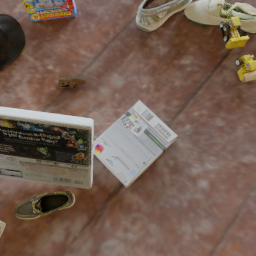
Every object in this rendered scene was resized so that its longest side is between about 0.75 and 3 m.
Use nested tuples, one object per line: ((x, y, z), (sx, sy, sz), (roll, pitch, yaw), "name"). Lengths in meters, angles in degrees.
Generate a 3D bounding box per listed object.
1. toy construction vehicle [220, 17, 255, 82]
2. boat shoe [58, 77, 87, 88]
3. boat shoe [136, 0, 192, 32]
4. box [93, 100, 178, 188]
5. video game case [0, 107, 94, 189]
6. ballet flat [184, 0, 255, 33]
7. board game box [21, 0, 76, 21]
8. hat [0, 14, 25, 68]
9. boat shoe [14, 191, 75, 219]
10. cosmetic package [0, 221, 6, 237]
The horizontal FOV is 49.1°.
((4.057, -2.598, 8.825), (1.819, 0.736, 2.089), (-10, 83, -13), "toy construction vehicle")
((-1.749, -1.395, 8.831), (0.903, 0.325, 0.307), (1, 77, 10), "boat shoe")
((1.410, -4.495, 9.453), (2.943, 0.944, 1.085), (-43, 77, -12), "boat shoe")
((0.155, 0.436, 8.170), (2.072, 0.427, 1.615), (-43, 77, -13), "box")
((-2.281, 0.562, 6.978), (2.829, 2.572, 0.330), (8, 47, -1), "video game case")
((3.275, -3.885, 9.304), (2.691, 0.934, 0.934), (15, 73, 5), "ballet flat")
((-2.595, -4.230, 9.044), (1.605, 1.571, 0.448), (-8, 73, -2), "board game box")
((-4.732, -2.951, 8.934), (2.565, 1.035, 2.565), (0, 72, 1), "hat")
((-2.303, 2.073, 7.611), (1.656, 0.495, 0.592), (-13, 73, -4), "boat shoe")
((-4.634, 3.074, 6.485), (2.024, 2.022, 2.453), (18, 73, 6), "cosmetic package")
